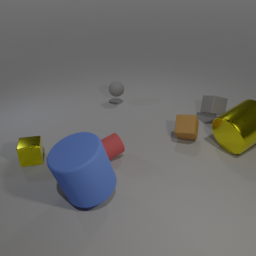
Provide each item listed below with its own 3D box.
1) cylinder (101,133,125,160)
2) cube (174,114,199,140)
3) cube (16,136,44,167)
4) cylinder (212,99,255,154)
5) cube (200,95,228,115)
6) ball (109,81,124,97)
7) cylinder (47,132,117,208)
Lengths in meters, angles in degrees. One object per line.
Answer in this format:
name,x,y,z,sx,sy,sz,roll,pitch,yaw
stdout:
cylinder,-0.573,0.619,9.142,0.700,0.700,0.700,-28,38,-18
cube,2.103,-0.028,9.987,0.700,0.700,0.700,3,71,23
cube,-3.150,0.743,9.072,0.700,0.700,0.700,-6,30,-11
cylinder,3.827,-0.048,9.433,1.400,1.400,1.400,-30,38,-17
cube,3.437,-0.908,11.219,0.700,0.700,0.700,8,4,-25
ball,-0.522,-1.769,12.700,0.700,0.700,0.700,0,29,0
cylinder,-1.142,1.060,7.167,1.400,1.400,1.400,-12,37,9
